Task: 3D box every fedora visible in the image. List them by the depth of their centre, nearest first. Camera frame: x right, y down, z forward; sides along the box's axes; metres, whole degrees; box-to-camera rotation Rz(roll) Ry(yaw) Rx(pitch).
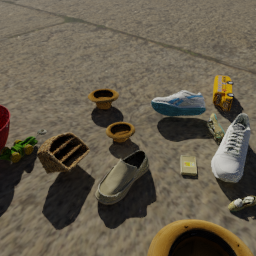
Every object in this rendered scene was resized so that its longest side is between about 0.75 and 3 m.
[{"bbox_3d":[1.619,3.317,6.282,2.629,1.072,2.629,2,32,-1],"label":"fedora"},{"bbox_3d":[-0.277,0.217,10.763,1.133,0.462,1.133,-2,39,2],"label":"fedora"},{"bbox_3d":[-1.083,-1.258,12.549,1.471,0.600,1.471,-3,32,2],"label":"fedora"}]

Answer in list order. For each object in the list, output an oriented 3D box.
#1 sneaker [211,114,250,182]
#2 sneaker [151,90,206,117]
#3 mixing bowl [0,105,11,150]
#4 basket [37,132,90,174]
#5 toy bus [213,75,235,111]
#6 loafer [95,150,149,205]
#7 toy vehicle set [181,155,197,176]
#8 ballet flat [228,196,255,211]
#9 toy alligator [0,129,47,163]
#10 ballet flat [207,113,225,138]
[{"bbox_3d":[3.630,0.644,9.670,1.096,1.154,2.868,16,42,17],"label":"sneaker"},{"bbox_3d":[2.108,-1.073,11.885,2.277,0.871,0.920,3,61,-3],"label":"sneaker"},{"bbox_3d":[-5.309,0.309,9.924,2.478,1.342,2.478,0,38,0],"label":"mixing bowl"},{"bbox_3d":[-2.107,0.722,9.218,1.053,1.008,1.413,-11,19,32],"label":"basket"},{"bbox_3d":[4.399,-1.650,12.964,0.839,0.697,2.142,9,39,12],"label":"toy bus"},{"bbox_3d":[-0.162,1.447,8.896,0.890,0.803,2.351,24,44,28],"label":"loafer"},{"bbox_3d":[2.087,1.284,9.675,0.516,0.110,0.830,5,38,6],"label":"toy vehicle set"},{"bbox_3d":[3.414,2.213,8.326,0.929,0.328,0.328,-10,39,-12],"label":"ballet flat"},{"bbox_3d":[-3.728,0.718,10.128,0.699,0.507,2.110,23,38,26],"label":"toy alligator"},{"bbox_3d":[3.432,-0.100,11.203,0.510,0.510,1.443,-2,38,-2],"label":"ballet flat"}]
